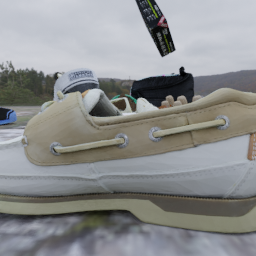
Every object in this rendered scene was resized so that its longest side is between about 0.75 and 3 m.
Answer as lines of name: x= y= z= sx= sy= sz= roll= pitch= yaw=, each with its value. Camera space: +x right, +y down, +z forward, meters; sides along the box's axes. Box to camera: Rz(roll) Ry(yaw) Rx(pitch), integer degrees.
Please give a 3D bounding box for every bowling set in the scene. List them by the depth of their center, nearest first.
bowling set: x=1.583 y=-0.443 z=9.480 sx=1.317 sy=1.016 sz=1.893 roll=-23 pitch=16 yaw=-23

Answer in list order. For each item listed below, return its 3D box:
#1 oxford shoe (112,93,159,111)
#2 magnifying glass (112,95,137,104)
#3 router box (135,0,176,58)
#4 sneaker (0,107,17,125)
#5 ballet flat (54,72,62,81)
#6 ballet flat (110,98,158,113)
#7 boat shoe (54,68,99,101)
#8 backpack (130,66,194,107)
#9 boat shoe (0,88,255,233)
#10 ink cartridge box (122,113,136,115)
oxford shoe: x=0.034 y=-0.759 z=10.582 sx=2.705 sy=1.142 sz=0.983 roll=2 pitch=4 yaw=2
magnifying glass: x=0.552 y=-0.678 z=11.225 sx=2.731 sy=1.087 sz=0.306 roll=12 pitch=-14 yaw=10
router box: x=0.932 y=-3.601 z=9.646 sx=0.589 sy=1.897 sz=1.422 roll=-24 pitch=-32 yaw=9
sneaker: x=-4.916 y=-0.629 z=9.089 sx=1.017 sy=1.130 sz=2.901 roll=2 pitch=6 yaw=30
ballet flat: x=-2.609 y=-1.796 z=11.081 sx=0.372 sy=1.093 sz=0.374 roll=-26 pitch=-22 yaw=-35
ballet flat: x=0.127 y=-0.458 z=8.474 sx=2.725 sy=0.980 sz=0.980 roll=2 pitch=6 yaw=19
boat shoe: x=-0.878 y=-0.117 z=5.154 sx=0.931 sy=0.861 sz=2.522 roll=-14 pitch=-14 yaw=-24
backpack: x=1.444 y=-1.282 z=12.257 sx=2.752 sy=2.297 sz=1.742 roll=-3 pitch=-15 yaw=2
boat shoe: x=-0.297 y=0.146 z=2.251 sx=2.654 sy=0.908 sz=0.992 roll=1 pitch=6 yaw=9
ink cartridge box: x=0.016 y=-0.136 z=7.326 sx=0.853 sy=0.491 sz=1.168 roll=4 pitch=7 yaw=35
